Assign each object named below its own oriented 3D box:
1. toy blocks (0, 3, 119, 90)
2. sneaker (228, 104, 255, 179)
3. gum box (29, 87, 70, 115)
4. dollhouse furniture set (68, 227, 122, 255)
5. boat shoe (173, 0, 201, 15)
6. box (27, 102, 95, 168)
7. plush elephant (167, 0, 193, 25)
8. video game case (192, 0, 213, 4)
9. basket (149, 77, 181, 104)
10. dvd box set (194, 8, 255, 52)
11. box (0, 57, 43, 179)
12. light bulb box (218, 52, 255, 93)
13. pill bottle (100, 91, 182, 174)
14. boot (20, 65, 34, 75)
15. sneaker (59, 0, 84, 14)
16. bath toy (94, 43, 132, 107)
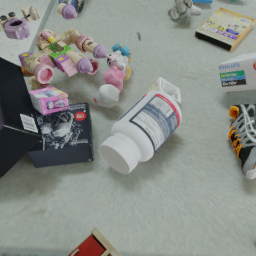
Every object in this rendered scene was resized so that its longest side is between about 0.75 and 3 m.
[{"bbox_3d":[-1.892,-2.196,8.423,2.430,2.601,2.189,-37,54,-24],"label":"toy blocks"},{"bbox_3d":[3.215,0.285,7.648,0.993,1.006,2.570,9,45,15],"label":"sneaker"},{"bbox_3d":[-2.146,-0.754,7.562,0.730,0.425,1.286,-17,24,-28],"label":"gum box"},{"bbox_3d":[-1.637,2.717,5.055,2.833,1.996,1.985,-38,61,-24],"label":"dollhouse furniture set"},{"bbox_3d":[2.592,-5.305,12.197,1.269,0.417,0.457,24,56,17],"label":"boat shoe"},{"bbox_3d":[-1.804,0.178,7.722,1.631,0.849,1.485,-7,54,-5],"label":"box"},{"bbox_3d":[2.152,-4.957,11.485,1.050,0.987,1.275,-30,65,14],"label":"plush elephant"},{"bbox_3d":[2.956,-6.300,12.905,1.447,0.180,2.021,2,47,-7],"label":"video game case"},{"bbox_3d":[1.116,-1.029,8.587,0.898,0.554,0.608,25,49,-31],"label":"basket"},{"bbox_3d":[3.907,-4.022,11.278,1.596,0.321,2.181,31,59,22],"label":"dvd box set"},{"bbox_3d":[-3.567,-0.308,7.357,1.997,1.116,2.829,-44,53,20],"label":"box"},{"bbox_3d":[3.797,-1.735,8.460,1.504,0.939,1.491,-27,18,-38],"label":"light bulb box"},{"bbox_3d":[0.333,0.119,7.478,1.317,1.317,2.202,32,58,22],"label":"pill bottle"},{"bbox_3d":[-3.417,-1.966,9.718,0.679,0.324,0.878,-8,41,-7],"label":"boot"},{"bbox_3d":[-2.398,-6.104,12.510,1.067,0.965,2.505,8,52,11],"label":"sneaker"},{"bbox_3d":[-0.474,-1.603,9.096,0.889,1.045,2.404,-19,43,41],"label":"bath toy"}]
